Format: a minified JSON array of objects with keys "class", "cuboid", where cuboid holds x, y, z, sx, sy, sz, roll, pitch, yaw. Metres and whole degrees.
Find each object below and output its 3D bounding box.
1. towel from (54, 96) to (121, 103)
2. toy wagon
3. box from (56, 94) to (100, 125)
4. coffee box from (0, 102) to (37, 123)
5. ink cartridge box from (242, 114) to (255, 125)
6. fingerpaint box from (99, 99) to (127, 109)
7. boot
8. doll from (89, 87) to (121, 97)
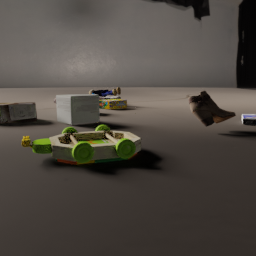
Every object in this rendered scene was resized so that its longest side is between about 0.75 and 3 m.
[{"class":"towel","cuboid":[-2.273,-1.589,16.122,2.904,0.468,2.774,6,12,33]},{"class":"toy wagon","cuboid":[-0.894,0.311,5.450,2.191,0.434,1.700,-4,10,-19]},{"class":"box","cuboid":[-1.685,-0.657,9.424,1.086,0.935,1.092,-8,11,-39]},{"class":"coffee box","cuboid":[-3.994,-0.548,9.700,1.570,0.627,0.887,-3,11,-18]},{"class":"ink cartridge box","cuboid":[4.398,-0.277,9.307,1.137,0.270,1.151,2,9,21]},{"class":"fingerpaint box","cuboid":[-0.772,-1.192,13.962,1.137,0.417,0.948,-10,13,-42]},{"class":"boot","cuboid":[2.369,-0.608,7.961,1.353,0.989,0.475,-14,-19,-31]},{"class":"doll","cuboid":[-1.365,-1.972,15.751,1.981,0.480,1.352,0,18,33]}]
